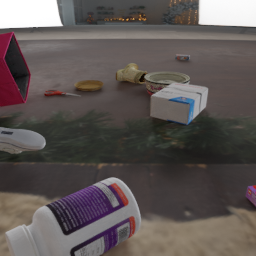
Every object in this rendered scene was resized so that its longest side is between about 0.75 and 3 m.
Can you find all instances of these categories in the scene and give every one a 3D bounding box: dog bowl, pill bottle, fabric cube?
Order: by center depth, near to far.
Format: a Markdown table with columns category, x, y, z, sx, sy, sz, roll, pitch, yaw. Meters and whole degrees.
| category | x | y | z | sx | sy | sz | roll | pitch | yaw |
| --- | --- | --- | --- | --- | --- | --- | --- | --- | --- |
| pill bottle | -0.971 | 1.852 | 5.142 | 2.206 | 1.229 | 1.229 | -18 | 31 | -32 |
| fabric cube | -5.739 | -2.369 | 11.872 | 2.321 | 2.329 | 2.285 | -10 | 45 | -2 |
| dog bowl | 1.928 | -2.145 | 13.983 | 2.260 | 0.833 | 2.260 | -1 | 26 | 0 |

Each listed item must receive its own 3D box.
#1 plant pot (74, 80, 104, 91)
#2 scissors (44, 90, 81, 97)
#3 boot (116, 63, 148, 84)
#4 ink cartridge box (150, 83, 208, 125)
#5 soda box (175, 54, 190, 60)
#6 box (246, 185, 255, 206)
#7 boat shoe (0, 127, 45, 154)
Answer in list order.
| category | x | y | z | sx | sy | sz | roll | pitch | yaw |
| --- | --- | --- | --- | --- | --- | --- | --- | --- | --- |
| plant pot | -2.065 | -2.250 | 14.923 | 1.549 | 0.213 | 1.549 | 0 | 25 | 0 |
| scissors | -3.196 | -1.740 | 13.921 | 2.000 | 0.139 | 0.732 | 2 | 24 | 7 |
| boot | 0.490 | -3.123 | 16.092 | 1.641 | 0.768 | 2.111 | 14 | 30 | 28 |
| ink cartridge box | 2.157 | -1.087 | 11.601 | 1.635 | 0.952 | 2.261 | 15 | 29 | 29 |
| soda box | 4.165 | -5.398 | 21.375 | 1.045 | 0.332 | 0.358 | 8 | 26 | 18 |
| box | 3.637 | 1.827 | 6.229 | 1.144 | 0.327 | 1.672 | -6 | 26 | -12 |
| boat shoe | -3.508 | 0.478 | 8.640 | 1.996 | 0.656 | 0.718 | 7 | 33 | 2 |
